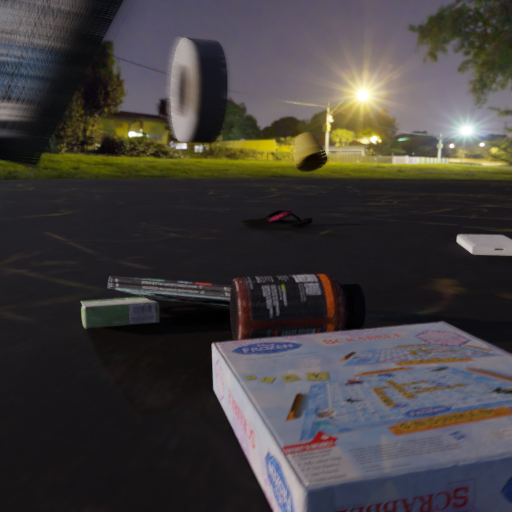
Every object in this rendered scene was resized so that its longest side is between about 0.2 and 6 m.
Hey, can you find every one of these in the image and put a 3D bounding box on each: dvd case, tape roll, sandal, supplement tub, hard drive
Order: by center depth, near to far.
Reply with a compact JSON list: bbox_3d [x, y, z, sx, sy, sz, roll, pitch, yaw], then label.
[{"bbox_3d":[0.366,0.477,4.980,1.158,0.619,0.619,-1,10,-9],"label":"supplement tub"},{"bbox_3d":[-0.680,0.394,5.885,1.401,0.154,1.022,5,-9,18],"label":"dvd case"},{"bbox_3d":[-0.964,-2.669,9.123,0.538,1.630,1.630,-2,10,-21],"label":"tape roll"},{"bbox_3d":[4.243,-0.204,10.168,0.902,0.180,1.367,2,11,9],"label":"hard drive"},{"bbox_3d":[0.502,-0.914,13.618,1.750,0.394,0.657,0,10,-1],"label":"sandal"}]

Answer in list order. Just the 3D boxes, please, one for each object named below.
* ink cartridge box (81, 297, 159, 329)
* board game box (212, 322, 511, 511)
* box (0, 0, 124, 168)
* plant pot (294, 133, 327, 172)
[{"bbox_3d":[-1.399,0.559,5.647,0.695,0.229,0.956,-3,-2,-19],"label":"ink cartridge box"},{"bbox_3d":[0.820,0.879,3.281,1.860,0.383,1.856,-3,10,-14],"label":"board game box"},{"bbox_3d":[-2.641,-2.738,6.493,0.613,2.665,2.118,4,41,-51],"label":"box"},{"bbox_3d":[1.029,-2.073,11.041,0.633,0.595,0.633,-11,-24,-5],"label":"plant pot"}]
